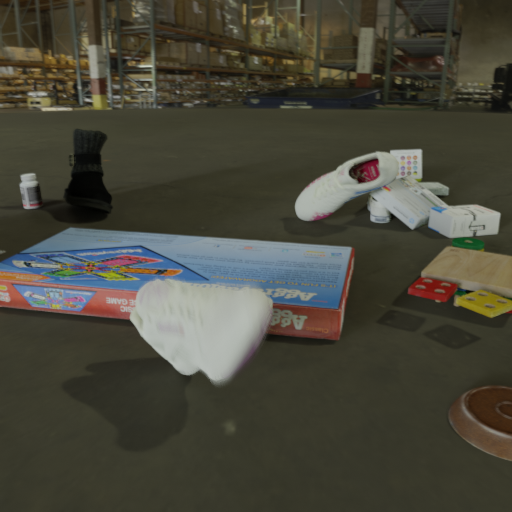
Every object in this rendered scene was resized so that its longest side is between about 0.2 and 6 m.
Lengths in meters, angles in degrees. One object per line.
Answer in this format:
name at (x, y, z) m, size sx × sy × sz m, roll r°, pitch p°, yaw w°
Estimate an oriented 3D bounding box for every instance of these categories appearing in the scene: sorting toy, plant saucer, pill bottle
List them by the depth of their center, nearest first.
plant saucer at (2.521, 1.601, 5.548) m, size 1.160 × 0.200 × 1.160 m, roll -1°, pitch 18°, yaw 0°
sorting toy at (3.402, 0.433, 8.454) m, size 1.516 × 0.532 × 3.145 m, roll 11°, pitch 21°, yaw 30°
pill bottle at (-5.651, -1.622, 14.042) m, size 0.458 × 0.828 × 0.458 m, roll -3°, pitch 18°, yaw 1°

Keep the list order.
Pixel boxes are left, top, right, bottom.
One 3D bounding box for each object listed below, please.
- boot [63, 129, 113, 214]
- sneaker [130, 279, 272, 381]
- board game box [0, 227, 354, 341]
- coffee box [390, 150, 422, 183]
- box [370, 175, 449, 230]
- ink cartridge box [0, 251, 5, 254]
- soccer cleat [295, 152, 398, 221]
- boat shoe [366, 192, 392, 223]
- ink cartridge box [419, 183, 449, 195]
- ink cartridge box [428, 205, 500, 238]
boot at (-4.008, -2.110, 13.572) m, size 0.944 × 1.876 × 2.510 m, roll 11°, pitch 8°, yaw -36°
sneaker at (-0.679, 0.691, 5.717) m, size 2.241 × 1.116 × 0.839 m, roll -27°, pitch 27°, yaw 56°
board game box at (-1.238, 0.285, 8.908) m, size 5.361 × 0.521 × 2.760 m, roll 4°, pitch 18°, yaw 12°
coffee box at (4.363, -2.561, 16.368) m, size 0.878 × 0.870 × 0.880 m, roll 0°, pitch -5°, yaw 13°
box at (3.542, -1.262, 12.847) m, size 1.287 × 0.340 × 1.651 m, roll 44°, pitch 36°, yaw 21°
ink cartridge box at (-4.822, 0.312, 8.694) m, size 1.433 × 0.601 × 1.258 m, roll 5°, pitch 20°, yaw 16°
soccer cleat at (1.802, -1.574, 12.201) m, size 2.601 × 0.908 × 1.123 m, roll -26°, pitch -16°, yaw 28°
boat shoe at (2.975, -1.370, 13.442) m, size 0.646 × 0.745 × 1.748 m, roll 5°, pitch 20°, yaw 13°
ink cartridge box at (4.660, -1.877, 15.690) m, size 1.163 × 0.252 × 1.142 m, roll 0°, pitch 15°, yaw 4°
ink cartridge box at (4.458, -0.756, 12.028) m, size 1.176 × 0.496 × 0.858 m, roll -5°, pitch 19°, yaw -16°
